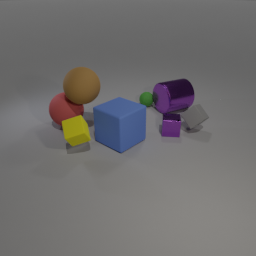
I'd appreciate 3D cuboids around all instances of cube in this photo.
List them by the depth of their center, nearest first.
[{"bbox_3d":[-1.749,0.104,9.502,0.700,0.700,0.700,-18,64,3],"label":"cube"},{"bbox_3d":[-0.290,-0.164,10.383,1.400,1.400,1.400,23,36,37],"label":"cube"},{"bbox_3d":[1.702,-0.114,11.059,0.700,0.700,0.700,3,28,6],"label":"cube"},{"bbox_3d":[2.662,-0.469,11.112,0.700,0.700,0.700,58,30,10],"label":"cube"}]

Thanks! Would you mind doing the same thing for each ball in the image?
[{"bbox_3d":[-1.738,-1.592,10.559,1.400,1.400,1.400,0,28,0],"label":"ball"},{"bbox_3d":[-2.498,-0.754,11.397,1.400,1.400,1.400,0,28,0],"label":"ball"},{"bbox_3d":[0.893,-1.384,13.416,0.700,0.700,0.700,0,28,0],"label":"ball"}]

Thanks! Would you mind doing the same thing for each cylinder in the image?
[{"bbox_3d":[2.070,-1.478,12.838,1.400,1.400,1.400,-14,31,-25],"label":"cylinder"}]
